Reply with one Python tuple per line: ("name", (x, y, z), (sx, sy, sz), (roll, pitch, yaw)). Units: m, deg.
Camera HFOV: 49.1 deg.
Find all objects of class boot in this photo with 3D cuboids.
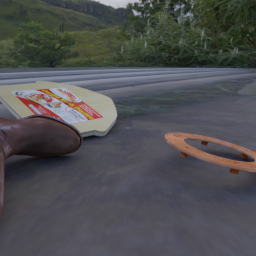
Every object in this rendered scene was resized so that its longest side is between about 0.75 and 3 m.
("boot", (-1.629, 0.527, 3.832), (2.321, 0.800, 2.491), (8, 20, -20))

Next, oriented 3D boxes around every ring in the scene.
("ring", (1.490, 0.413, 4.661), (1.816, 0.174, 1.816), (12, 11, -2))

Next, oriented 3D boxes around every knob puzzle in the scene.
("knob puzzle", (-1.557, -0.459, 7.233), (3.171, 0.440, 3.171), (13, 27, -7))
